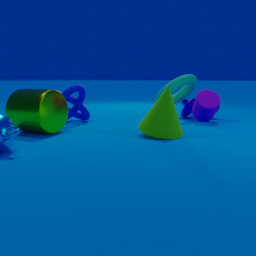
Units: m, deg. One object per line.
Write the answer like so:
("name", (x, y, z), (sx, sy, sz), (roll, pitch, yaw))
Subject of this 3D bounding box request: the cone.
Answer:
("cone", (0.988, -0.523, 7.584), (1.266, 1.271, 1.266), (7, 21, -3))

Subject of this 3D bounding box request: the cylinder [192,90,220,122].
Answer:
("cylinder", (2.743, -0.779, 9.901), (0.829, 0.829, 0.829), (0, -32, 0))

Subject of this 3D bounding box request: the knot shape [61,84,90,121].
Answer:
("knot shape", (-2.139, -0.778, 9.789), (1.462, 1.563, 0.722), (-10, 41, 1))

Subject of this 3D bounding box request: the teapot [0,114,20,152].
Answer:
("teapot", (-2.856, 0.037, 6.086), (1.469, 0.914, 0.719), (8, 48, 34))

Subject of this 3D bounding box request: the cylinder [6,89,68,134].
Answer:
("cylinder", (-2.600, -0.494, 8.080), (1.254, 1.254, 1.254), (5, 12, 27))

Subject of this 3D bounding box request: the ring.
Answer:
("ring", (1.827, -1.373, 10.715), (1.842, 0.368, 1.842), (-28, -18, -10))

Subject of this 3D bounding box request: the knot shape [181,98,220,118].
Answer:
("knot shape", (2.658, -0.818, 11.011), (1.464, 0.723, 1.564), (-10, 6, -43))
